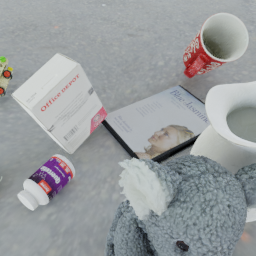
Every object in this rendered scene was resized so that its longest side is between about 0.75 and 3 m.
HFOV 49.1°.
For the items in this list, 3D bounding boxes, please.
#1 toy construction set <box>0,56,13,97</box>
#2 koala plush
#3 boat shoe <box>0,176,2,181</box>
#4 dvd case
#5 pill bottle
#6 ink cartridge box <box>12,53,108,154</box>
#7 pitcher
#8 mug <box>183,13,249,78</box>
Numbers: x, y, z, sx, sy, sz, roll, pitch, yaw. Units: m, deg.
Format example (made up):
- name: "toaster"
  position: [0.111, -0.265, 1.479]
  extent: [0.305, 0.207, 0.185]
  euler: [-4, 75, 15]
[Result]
- name: "toy construction set"
  position: [-3.995, -1.494, 8.103]
  extent: [1.112, 1.696, 0.781]
  euler: [21, 8, -17]
- name: "koala plush"
  position: [0.724, 1.395, 3.948]
  extent: [2.389, 2.694, 2.475]
  euler: [3, 41, -7]
- name: "boat shoe"
  position: [-3.058, 1.194, 5.822]
  extent: [0.613, 0.506, 1.637]
  euler: [-22, 42, 20]
- name: "dvd case"
  position: [0.971, -0.170, 7.496]
  extent: [2.824, 0.248, 2.015]
  euler: [-24, 49, -25]
- name: "pill bottle"
  position: [-1.698, 1.135, 5.869]
  extent: [0.654, 0.654, 1.162]
  euler: [24, 49, 23]
- name: "ink cartridge box"
  position: [-1.442, -0.507, 6.426]
  extent: [0.796, 1.923, 1.408]
  euler: [32, 72, 32]
- name: "pitcher"
  position: [2.322, 0.377, 4.810]
  extent: [2.519, 2.936, 1.780]
  euler: [-17, 55, -6]
- name: "mug"
  position: [2.254, -2.292, 8.353]
  extent: [1.774, 1.999, 1.333]
  euler: [-20, 90, -6]
